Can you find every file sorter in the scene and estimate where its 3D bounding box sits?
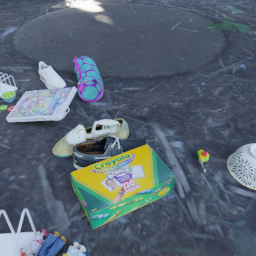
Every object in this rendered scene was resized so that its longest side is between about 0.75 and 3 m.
[{"bbox_3d":[-6.209,-2.149,13.421,1.331,0.829,0.923,18,43,20],"label":"file sorter"},{"bbox_3d":[-3.591,2.996,6.634,2.471,1.539,1.715,-3,39,-3],"label":"file sorter"}]

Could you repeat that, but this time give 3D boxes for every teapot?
[{"bbox_3d":[-3.043,-0.744,11.882,0.837,0.611,0.826,-30,48,-32],"label":"teapot"}]

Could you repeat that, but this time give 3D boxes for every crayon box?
[{"bbox_3d":[-0.169,1.710,8.729,2.803,0.817,1.665,-19,43,-22],"label":"crayon box"}]

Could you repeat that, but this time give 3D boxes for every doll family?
[{"bbox_3d":[-1.816,3.204,6.726,1.943,0.876,1.206,24,45,12],"label":"doll family"}]

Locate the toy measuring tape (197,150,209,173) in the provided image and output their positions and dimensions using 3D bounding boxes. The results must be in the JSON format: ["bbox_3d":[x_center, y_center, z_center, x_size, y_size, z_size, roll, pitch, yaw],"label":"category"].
[{"bbox_3d":[2.706,1.135,9.819,0.377,0.377,1.025,-1,40,-2],"label":"toy measuring tape"}]

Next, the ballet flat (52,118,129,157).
[{"bbox_3d":[-1.383,0.239,10.413,2.957,1.045,1.045,-13,41,-15],"label":"ballet flat"}]

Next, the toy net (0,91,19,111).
[{"bbox_3d":[-4.702,-1.192,12.589,2.084,0.403,1.093,2,39,2],"label":"toy net"}]

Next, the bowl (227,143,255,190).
[{"bbox_3d":[4.412,1.094,9.442,1.895,0.889,1.895,-1,39,0],"label":"bowl"}]

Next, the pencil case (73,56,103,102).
[{"bbox_3d":[-1.948,-2.425,13.455,1.246,1.148,2.697,25,27,-32],"label":"pencil case"}]

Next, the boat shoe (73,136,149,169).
[{"bbox_3d":[-0.549,0.753,9.844,2.776,0.938,0.997,-10,39,-14],"label":"boat shoe"}]

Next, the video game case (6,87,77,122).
[{"bbox_3d":[-3.564,-0.984,11.617,2.555,0.230,1.830,-2,45,20],"label":"video game case"}]

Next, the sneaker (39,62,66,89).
[{"bbox_3d":[-3.846,-2.572,13.938,0.790,0.833,2.069,-31,50,-34],"label":"sneaker"}]
